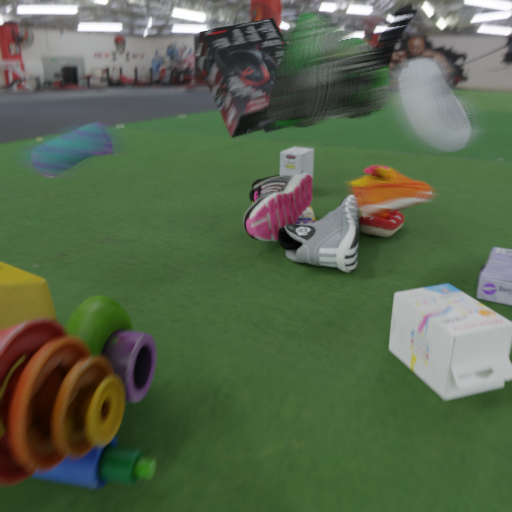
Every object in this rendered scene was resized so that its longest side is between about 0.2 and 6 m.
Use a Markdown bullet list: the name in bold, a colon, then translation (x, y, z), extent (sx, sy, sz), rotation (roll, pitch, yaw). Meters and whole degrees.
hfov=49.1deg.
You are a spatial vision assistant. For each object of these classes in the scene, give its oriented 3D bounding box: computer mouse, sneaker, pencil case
- **computer mouse**: translation (2.010, -2.067, 6.942), extent (0.398, 1.816, 0.996), rotation (-27, -4, -19)
- **sneaker**: translation (0.275, -1.095, 12.304), extent (1.193, 1.006, 2.728), rotation (3, 29, 28)
- **sneaker**: translation (1.286, -0.580, 11.477), extent (1.609, 1.045, 2.786), rotation (2, 23, 10)
- **pencil case**: translation (-3.255, -1.857, 9.954), extent (1.338, 0.618, 0.569), rotation (-23, -11, 7)
- **sneaker**: translation (2.440, -1.192, 9.778), extent (0.772, 0.816, 2.116), rotation (-21, -5, 38)
- **sneaker**: translation (1.135, -2.480, 7.632), extent (1.442, 1.321, 3.386), rotation (24, 33, 7)

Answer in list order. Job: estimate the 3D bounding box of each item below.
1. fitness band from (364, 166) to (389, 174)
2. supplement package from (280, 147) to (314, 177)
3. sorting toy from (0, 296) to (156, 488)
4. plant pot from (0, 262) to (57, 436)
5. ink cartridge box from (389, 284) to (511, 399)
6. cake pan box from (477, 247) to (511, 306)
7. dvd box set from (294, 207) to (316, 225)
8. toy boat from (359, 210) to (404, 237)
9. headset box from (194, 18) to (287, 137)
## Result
- **fitness band**: translation (3.928, -2.762, 18.159), extent (0.817, 0.153, 0.587), rotation (2, 24, 9)
- **supplement package**: translation (1.138, -2.397, 15.817), extent (0.646, 1.165, 0.908), rotation (12, 24, 27)
- **sorting toy**: translation (-1.532, 1.398, 5.535), extent (1.196, 1.751, 2.914), rotation (5, 4, 12)
- **plant pot**: translation (-3.240, 0.959, 5.963), extent (1.939, 1.710, 1.938), rotation (16, 10, 34)
- **ink cartridge box**: translation (2.554, 1.109, 7.293), extent (0.943, 0.918, 1.466), rotation (-8, 22, -19)
- **cake pan box**: translation (4.838, 0.415, 9.680), extent (1.846, 0.483, 1.700), rotation (11, 22, 26)
- **dvd box set**: translation (0.778, -0.816, 13.091), extent (1.195, 0.240, 1.633), rotation (0, 22, -1)
- **toy boat**: translation (2.806, -0.951, 12.587), extent (0.853, 0.855, 1.308), rotation (13, 25, 29)
- **headset box**: translation (-0.027, -3.859, 12.402), extent (1.853, 2.493, 0.935), rotation (-20, -15, -21)
